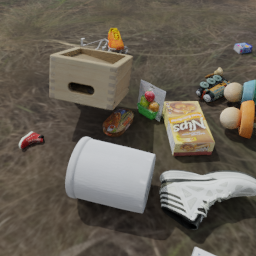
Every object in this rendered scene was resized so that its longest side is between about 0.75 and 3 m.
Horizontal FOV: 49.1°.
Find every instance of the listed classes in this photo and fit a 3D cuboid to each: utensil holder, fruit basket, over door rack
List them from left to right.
[{"bbox_3d":[-1.191,-4.002,14.136,1.547,0.697,2.094,27,28,26],"label":"over door rack"},{"bbox_3d":[-0.400,1.263,7.632,2.037,1.731,1.731,11,43,10],"label":"utensil holder"},{"bbox_3d":[0.876,-1.035,10.526,1.194,1.290,0.604,32,37,31],"label":"fruit basket"}]

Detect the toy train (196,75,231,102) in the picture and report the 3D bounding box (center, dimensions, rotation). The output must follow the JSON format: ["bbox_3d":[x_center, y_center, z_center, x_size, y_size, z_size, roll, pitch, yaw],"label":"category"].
[{"bbox_3d":[3.598,-1.618,11.678,1.597,0.681,0.910,-28,58,-28],"label":"toy train"}]

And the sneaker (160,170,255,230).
[{"bbox_3d":[2.183,2.016,7.519,2.709,1.022,1.559,0,50,11],"label":"sneaker"}]

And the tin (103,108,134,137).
[{"bbox_3d":[-0.342,-0.204,10.346,0.816,0.305,1.458,18,45,25],"label":"tin"}]

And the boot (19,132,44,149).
[{"bbox_3d":[-3.279,0.464,9.595,0.591,0.297,0.819,17,41,16],"label":"boot"}]

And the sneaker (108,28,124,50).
[{"bbox_3d":[-0.662,-4.405,13.849,0.775,0.819,2.124,-5,37,-14],"label":"sneaker"}]

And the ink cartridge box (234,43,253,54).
[{"bbox_3d":[6.136,-4.237,14.820,0.845,0.323,0.576,-9,43,-13],"label":"ink cartridge box"}]

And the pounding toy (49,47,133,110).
[{"bbox_3d":[-1.499,-1.703,10.161,2.858,2.032,2.631,12,24,10],"label":"pounding toy"}]

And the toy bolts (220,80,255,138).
[{"bbox_3d":[4.496,-1.265,10.066,2.015,2.776,2.906,8,24,18],"label":"toy bolts"}]

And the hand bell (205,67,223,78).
[{"bbox_3d":[3.917,-2.461,12.886,0.795,0.414,0.414,-22,45,-5],"label":"hand bell"}]

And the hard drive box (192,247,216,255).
[{"bbox_3d":[1.951,3.483,5.980,1.524,0.585,1.188,19,45,20],"label":"hard drive box"}]

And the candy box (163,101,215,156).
[{"bbox_3d":[2.056,-0.045,9.881,1.315,0.630,2.278,-2,41,-3],"label":"candy box"}]
